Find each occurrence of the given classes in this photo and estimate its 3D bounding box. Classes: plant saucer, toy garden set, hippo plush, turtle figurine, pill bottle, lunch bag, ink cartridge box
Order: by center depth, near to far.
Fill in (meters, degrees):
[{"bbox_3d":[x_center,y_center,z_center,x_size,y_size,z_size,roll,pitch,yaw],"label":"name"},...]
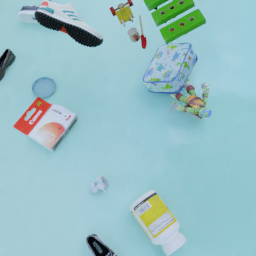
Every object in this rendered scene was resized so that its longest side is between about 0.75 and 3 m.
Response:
[{"bbox_3d":[0.831,-3.665,9.145,2.426,0.581,2.911,-26,59,11],"label":"toy garden set"},{"bbox_3d":[1.073,3.337,9.891,1.148,1.148,2.062,-33,70,-13],"label":"pill bottle"},{"bbox_3d":[-1.102,2.264,10.771,0.603,0.598,0.750,-32,64,15],"label":"hippo plush"},{"bbox_3d":[2.449,-1.404,11.409,2.118,1.524,2.054,15,27,-31],"label":"turtle figurine"},{"bbox_3d":[-3.506,-0.304,11.786,2.219,0.556,1.800,30,69,9],"label":"ink cartridge box"},{"bbox_3d":[1.794,-2.615,12.225,1.912,0.980,2.378,7,61,39],"label":"lunch bag"},{"bbox_3d":[-3.785,-1.817,12.637,1.078,0.148,1.078,0,66,-1],"label":"plant saucer"}]

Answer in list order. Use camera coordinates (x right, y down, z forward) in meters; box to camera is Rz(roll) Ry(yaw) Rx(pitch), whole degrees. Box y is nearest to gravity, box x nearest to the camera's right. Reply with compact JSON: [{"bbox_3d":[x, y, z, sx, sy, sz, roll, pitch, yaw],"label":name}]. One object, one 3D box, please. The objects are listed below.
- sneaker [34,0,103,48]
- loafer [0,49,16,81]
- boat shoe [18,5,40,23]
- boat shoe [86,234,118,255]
[{"bbox_3d":[-2.012,-3.999,10.325,2.577,0.907,1.205,21,67,-9],"label":"sneaker"},{"bbox_3d":[-5.903,-2.847,12.835,0.673,0.589,1.873,22,69,9],"label":"loafer"},{"bbox_3d":[-4.178,-5.697,13.953,2.491,0.894,0.844,6,68,10],"label":"boat shoe"},{"bbox_3d":[-0.664,4.518,9.607,0.791,0.732,2.142,-36,71,-14],"label":"boat shoe"}]
